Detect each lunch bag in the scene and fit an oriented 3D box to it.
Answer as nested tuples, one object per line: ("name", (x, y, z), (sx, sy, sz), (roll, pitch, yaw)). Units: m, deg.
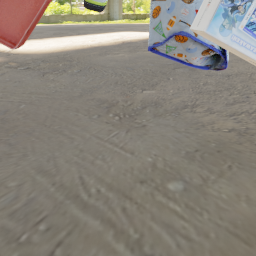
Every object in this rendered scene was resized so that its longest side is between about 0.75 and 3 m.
("lunch bag", (1.417, -2.112, 5.585), (1.847, 1.570, 1.144), (12, -11, -37))

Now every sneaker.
("sneaker", (-0.783, -3.823, 7.440), (0.752, 0.868, 2.097), (5, 41, -16))

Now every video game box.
("video game box", (1.727, -1.438, 3.065), (1.676, 1.527, 0.392), (19, 13, -24))

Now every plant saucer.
("plant saucer", (-2.442, -2.702, 5.955), (1.929, 1.926, 0.354), (29, -4, 21))
